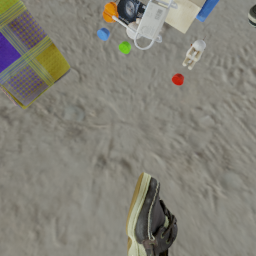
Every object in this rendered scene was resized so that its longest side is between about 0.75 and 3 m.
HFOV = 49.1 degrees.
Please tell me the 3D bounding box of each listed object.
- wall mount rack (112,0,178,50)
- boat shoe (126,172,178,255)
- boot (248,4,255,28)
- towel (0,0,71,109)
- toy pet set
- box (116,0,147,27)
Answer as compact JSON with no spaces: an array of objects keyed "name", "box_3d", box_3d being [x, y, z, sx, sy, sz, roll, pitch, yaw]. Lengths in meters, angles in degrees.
[{"name":"wall mount rack","box_3d":[0.330,-2.337,5.718,1.140,1.312,0.489,18,39,-13]},{"name":"boat shoe","box_3d":[0.456,1.660,4.815,0.827,2.552,0.934,13,51,13]},{"name":"boot","box_3d":[2.833,-1.679,5.013,1.715,1.295,0.619,-15,55,-8]},{"name":"towel","box_3d":[-2.641,-1.793,6.644,1.722,2.397,0.273,-38,33,-7]},{"name":"toy pet set","box_3d":[0.936,-2.812,6.919,2.696,2.517,1.432,32,61,-2]},{"name":"box","box_3d":[0.154,-3.505,8.658,1.102,0.240,0.883,29,80,-12]}]
